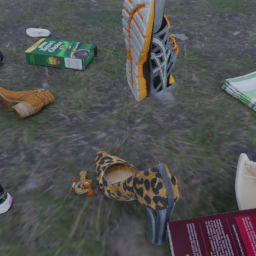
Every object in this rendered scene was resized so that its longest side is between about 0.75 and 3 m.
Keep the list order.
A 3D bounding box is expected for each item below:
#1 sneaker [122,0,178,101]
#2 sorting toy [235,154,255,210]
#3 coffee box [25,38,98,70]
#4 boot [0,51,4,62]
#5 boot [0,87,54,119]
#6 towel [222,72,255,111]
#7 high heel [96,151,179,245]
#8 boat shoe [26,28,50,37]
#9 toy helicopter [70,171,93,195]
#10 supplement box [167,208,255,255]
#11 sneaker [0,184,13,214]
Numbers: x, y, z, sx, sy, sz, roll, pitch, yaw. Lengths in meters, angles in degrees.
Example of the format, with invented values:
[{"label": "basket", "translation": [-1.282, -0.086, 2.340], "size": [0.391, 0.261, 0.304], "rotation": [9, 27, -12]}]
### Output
[{"label": "sneaker", "translation": [0.532, -1.743, 5.862], "size": [1.070, 2.771, 1.084], "rotation": [-16, 59, -9]}, {"label": "sorting toy", "translation": [3.139, 1.903, 4.873], "size": [2.622, 1.401, 2.360], "rotation": [7, 53, 33]}, {"label": "coffee box", "translation": [-2.725, -3.080, 11.574], "size": [2.558, 0.563, 1.573], "rotation": [10, 40, 12]}, {"label": "boot", "translation": [-6.225, -2.532, 10.711], "size": [2.454, 0.856, 1.616], "rotation": [0, 41, 5]}, {"label": "boot", "translation": [-3.338, -1.007, 8.988], "size": [1.692, 0.623, 1.309], "rotation": [37, 51, 21]}, {"label": "towel", "translation": [4.761, -1.061, 9.188], "size": [2.029, 0.417, 2.719], "rotation": [-19, 43, -21]}, {"label": "high heel", "translation": [0.029, 0.783, 5.664], "size": [0.967, 1.931, 2.709], "rotation": [-22, 44, -25]}, {"label": "boat shoe", "translation": [-4.399, -4.724, 13.801], "size": [1.141, 0.411, 0.391], "rotation": [-1, 21, 5]}, {"label": "toy helicopter", "translation": [-1.078, 1.253, 6.479], "size": [0.505, 0.301, 0.763], "rotation": [-12, 29, 0]}, {"label": "supplement box", "translation": [1.951, 2.072, 4.519], "size": [2.433, 0.741, 1.324], "rotation": [-9, 53, 3]}, {"label": "sneaker", "translation": [-3.336, 1.335, 5.952], "size": [1.674, 0.723, 0.672], "rotation": [0, 37, 0]}]
